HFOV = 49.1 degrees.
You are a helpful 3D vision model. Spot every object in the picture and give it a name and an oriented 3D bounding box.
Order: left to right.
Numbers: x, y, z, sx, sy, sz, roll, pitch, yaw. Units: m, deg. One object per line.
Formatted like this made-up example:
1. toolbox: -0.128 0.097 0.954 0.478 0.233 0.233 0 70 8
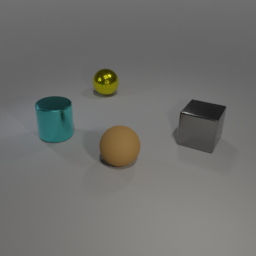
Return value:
1. cylinder: -2.906 -0.367 11.163 1.400 1.400 1.400 2 30 -1
2. ball: -1.181 -2.449 14.891 1.400 1.400 1.400 0 29 0
3. ball: -0.275 0.608 9.558 1.400 1.400 1.400 0 29 0
4. cube: 2.823 -0.106 10.762 1.400 1.400 1.400 15 33 25
